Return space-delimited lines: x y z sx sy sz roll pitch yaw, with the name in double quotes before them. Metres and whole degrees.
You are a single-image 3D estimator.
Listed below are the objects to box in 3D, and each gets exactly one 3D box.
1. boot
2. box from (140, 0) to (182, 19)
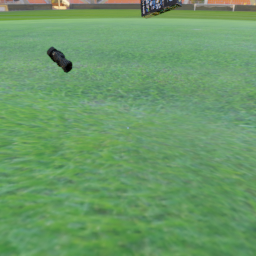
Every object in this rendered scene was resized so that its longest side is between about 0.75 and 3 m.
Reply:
"boot" -2.098 -2.132 9.041 0.827 0.416 1.106 39 7 4
"box" 0.948 -4.111 8.328 1.320 1.330 0.330 -3 2 40
